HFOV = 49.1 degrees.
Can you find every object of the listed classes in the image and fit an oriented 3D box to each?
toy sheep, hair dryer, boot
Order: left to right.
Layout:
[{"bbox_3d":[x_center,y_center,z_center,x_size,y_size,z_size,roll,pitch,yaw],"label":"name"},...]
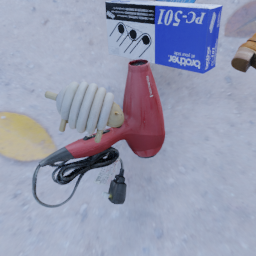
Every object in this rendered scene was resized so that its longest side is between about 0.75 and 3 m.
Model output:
[{"bbox_3d":[-0.506,-0.227,3.280,0.966,0.666,0.666,15,61,-9],"label":"toy sheep"},{"bbox_3d":[-0.169,0.182,4.540,0.728,2.040,2.679,27,96,40],"label":"hair dryer"},{"bbox_3d":[3.221,-1.499,6.177,1.594,0.611,1.237,29,60,27],"label":"boot"}]

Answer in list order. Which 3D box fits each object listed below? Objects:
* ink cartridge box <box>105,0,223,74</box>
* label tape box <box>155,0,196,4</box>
[{"bbox_3d":[0.682,-2.195,6.469,2.773,1.303,0.613,21,38,35],"label":"ink cartridge box"},{"bbox_3d":[0.731,-4.579,7.129,2.984,2.138,0.986,21,50,-9],"label":"label tape box"}]
